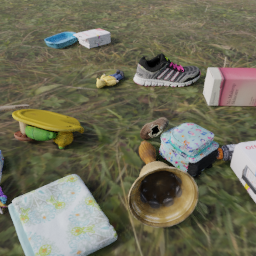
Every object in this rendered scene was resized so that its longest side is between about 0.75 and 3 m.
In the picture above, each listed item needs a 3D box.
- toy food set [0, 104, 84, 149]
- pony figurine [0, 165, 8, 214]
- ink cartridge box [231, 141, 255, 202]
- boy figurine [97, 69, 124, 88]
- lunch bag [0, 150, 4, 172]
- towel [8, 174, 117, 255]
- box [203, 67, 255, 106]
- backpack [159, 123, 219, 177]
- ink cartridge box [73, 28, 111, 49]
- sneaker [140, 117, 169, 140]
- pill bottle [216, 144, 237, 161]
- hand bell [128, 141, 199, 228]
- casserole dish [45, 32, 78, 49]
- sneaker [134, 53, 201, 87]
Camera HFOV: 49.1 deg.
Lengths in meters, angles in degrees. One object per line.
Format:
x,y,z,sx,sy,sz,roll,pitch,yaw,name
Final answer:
-2.830,0.025,9.114,2.842,0.928,1.672,16,15,17,toy food set
-3.730,1.462,7.016,1.496,1.246,1.444,-3,68,-9,pony figurine
3.932,1.315,7.166,1.627,0.944,2.204,-6,35,-8,ink cartridge box
-0.858,-2.156,12.303,1.415,0.456,0.880,-27,47,-35,boy figurine
-4.177,1.043,7.999,1.116,0.422,0.894,-8,39,-12,lunch bag
-1.572,2.108,6.459,1.868,0.525,2.182,-21,41,-24,towel
4.038,-1.596,10.878,1.897,1.213,1.033,0,36,0,box
1.687,0.525,8.175,1.347,1.142,1.517,-26,38,-32,backpack
-2.090,-5.159,16.189,1.911,0.645,1.113,-25,43,-32,ink cartridge box
0.708,0.094,8.675,0.459,1.303,0.492,45,49,-4,sneaker
3.091,0.737,8.354,0.901,0.479,0.479,-4,37,-5,pill bottle
0.670,1.010,7.454,1.557,1.557,2.991,-3,21,-3,hand bell
-3.828,-5.087,16.294,1.294,0.414,2.136,22,41,27,casserole dish
1.736,-2.575,12.134,2.967,1.298,1.095,-2,37,-3,sneaker
